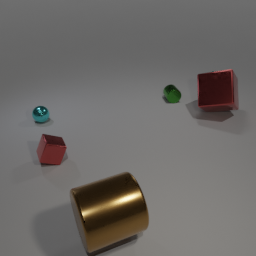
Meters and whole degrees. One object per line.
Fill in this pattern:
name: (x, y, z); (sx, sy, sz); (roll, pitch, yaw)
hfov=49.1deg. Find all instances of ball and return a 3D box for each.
ball: (-3.611, -0.574, 11.601); (0.700, 0.700, 0.700); (0, 30, 0)

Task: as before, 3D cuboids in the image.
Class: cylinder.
cylinder: (-0.448, 1.845, 6.302); (1.400, 1.400, 1.400); (-15, 33, -20)
cylinder: (2.117, -1.642, 13.425); (0.700, 0.700, 0.700); (-5, 31, -9)

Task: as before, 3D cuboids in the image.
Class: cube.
cube: (3.770, -1.497, 11.686); (1.400, 1.400, 1.400); (-3, -8, 29)
cube: (-2.518, 0.703, 9.195); (0.700, 0.700, 0.700); (13, 21, -33)
